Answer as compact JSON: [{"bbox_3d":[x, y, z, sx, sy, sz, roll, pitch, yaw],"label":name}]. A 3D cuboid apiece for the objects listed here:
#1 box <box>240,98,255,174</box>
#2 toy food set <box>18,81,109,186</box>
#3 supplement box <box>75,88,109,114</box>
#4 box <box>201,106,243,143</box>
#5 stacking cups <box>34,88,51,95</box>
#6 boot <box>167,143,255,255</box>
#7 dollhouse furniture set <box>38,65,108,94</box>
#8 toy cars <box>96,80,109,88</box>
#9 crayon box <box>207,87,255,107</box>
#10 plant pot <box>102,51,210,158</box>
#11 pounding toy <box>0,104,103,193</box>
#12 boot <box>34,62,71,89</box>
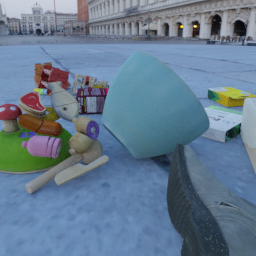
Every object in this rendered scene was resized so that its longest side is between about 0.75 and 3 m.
[{"bbox_3d":[3.577,0.204,6.576,1.379,1.129,2.904,5,21,13],"label":"box"},{"bbox_3d":[-1.591,-0.104,6.110,1.675,0.415,2.635,-24,59,-30],"label":"toy food set"},{"bbox_3d":[-0.752,-1.057,10.573,2.361,0.719,1.285,-1,21,-6],"label":"supplement box"},{"bbox_3d":[2.802,-0.193,8.766,1.567,0.395,2.171,19,28,41],"label":"box"},{"bbox_3d":[-3.774,-1.641,12.804,1.018,0.308,0.308,5,21,8],"label":"stacking cups"},{"bbox_3d":[1.672,1.284,4.264,1.905,0.988,2.917,5,27,-4],"label":"boot"},{"bbox_3d":[-2.568,-2.020,13.095,2.778,1.130,1.495,8,12,-32],"label":"dollhouse furniture set"},{"bbox_3d":[-0.868,-2.191,14.071,1.915,0.424,0.858,-5,21,-14],"label":"toy cars"},{"bbox_3d":[4.238,-1.267,11.515,1.151,0.460,1.813,-5,20,-14],"label":"crayon box"},{"bbox_3d":[0.392,-0.275,6.669,1.706,2.533,2.533,-44,31,-5],"label":"plant pot"},{"bbox_3d":[-2.144,0.105,6.611,2.798,1.298,2.160,18,27,41],"label":"pounding toy"},{"bbox_3d":[-3.674,-2.524,13.618,1.747,1.356,0.670,-7,21,-18],"label":"boot"}]
